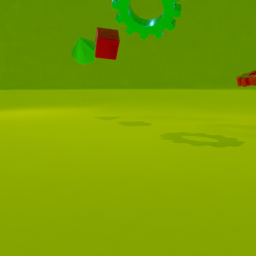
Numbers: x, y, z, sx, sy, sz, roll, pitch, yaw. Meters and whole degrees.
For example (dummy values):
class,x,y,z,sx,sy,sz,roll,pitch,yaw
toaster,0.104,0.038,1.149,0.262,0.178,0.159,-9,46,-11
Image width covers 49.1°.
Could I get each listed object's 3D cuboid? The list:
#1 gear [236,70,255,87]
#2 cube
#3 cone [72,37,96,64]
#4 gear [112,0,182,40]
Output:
class,x,y,z,sx,sy,sz,roll,pitch,yaw
gear,4.291,-1.678,9.025,1.489,0.275,1.489,-17,12,4
cube,-0.790,-3.100,10.303,0.815,0.815,0.815,4,46,-12
cone,-1.920,-3.501,11.798,1.200,1.200,1.204,0,-12,3
gear,0.515,-3.340,7.711,1.873,1.873,0.346,2,52,15
